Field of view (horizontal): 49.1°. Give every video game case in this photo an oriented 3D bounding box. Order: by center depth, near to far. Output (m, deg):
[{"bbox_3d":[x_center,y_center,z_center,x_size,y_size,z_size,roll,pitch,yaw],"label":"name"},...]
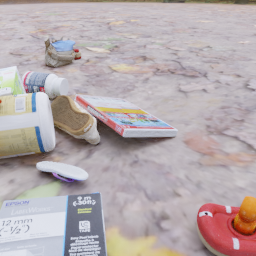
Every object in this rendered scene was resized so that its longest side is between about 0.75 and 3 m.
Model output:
[{"bbox_3d":[-0.114,-0.373,7.874,1.847,0.225,2.583,1,23,-39],"label":"video game case"}]

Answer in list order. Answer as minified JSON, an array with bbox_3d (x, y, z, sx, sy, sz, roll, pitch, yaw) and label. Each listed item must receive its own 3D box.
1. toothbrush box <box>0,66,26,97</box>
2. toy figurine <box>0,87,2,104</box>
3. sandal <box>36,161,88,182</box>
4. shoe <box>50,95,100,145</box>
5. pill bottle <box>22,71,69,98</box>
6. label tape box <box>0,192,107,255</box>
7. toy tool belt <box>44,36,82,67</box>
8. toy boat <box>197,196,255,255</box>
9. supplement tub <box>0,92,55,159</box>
[{"bbox_3d":[-4.039,-0.799,8.154,1.827,1.080,2.509,-15,30,-11],"label":"toothbrush box"},{"bbox_3d":[-3.529,-0.969,5.834,1.570,1.092,1.546,-20,33,-12],"label":"toy figurine"},{"bbox_3d":[-1.382,0.972,5.957,1.289,0.317,0.525,11,11,29],"label":"sandal"},{"bbox_3d":[-1.554,-0.229,7.846,0.908,0.693,2.597,-49,38,-6],"label":"shoe"},{"bbox_3d":[-2.878,-1.488,9.805,1.442,0.862,0.862,8,30,15],"label":"pill bottle"},{"bbox_3d":[-1.174,1.559,4.367,1.584,0.731,2.211,-3,27,-8],"label":"label tape box"},{"bbox_3d":[-3.114,-3.853,13.576,1.372,1.350,2.197,18,34,30],"label":"toy tool belt"},{"bbox_3d":[1.821,1.466,4.385,1.435,0.938,0.937,3,29,6],"label":"toy boat"},{"bbox_3d":[-2.806,-0.029,6.546,2.000,1.447,1.447,-8,30,-11],"label":"supplement tub"}]
